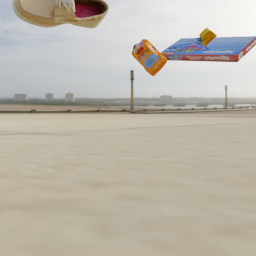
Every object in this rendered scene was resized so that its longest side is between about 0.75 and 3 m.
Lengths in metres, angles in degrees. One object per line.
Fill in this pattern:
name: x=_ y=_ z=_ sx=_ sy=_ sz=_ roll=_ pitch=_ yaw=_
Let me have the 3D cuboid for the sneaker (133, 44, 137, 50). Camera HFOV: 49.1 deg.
sneaker: x=0.381 y=-2.450 z=8.916 sx=0.332 sy=0.384 sz=0.877 roll=19 pitch=-2 yaw=-30

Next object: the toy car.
toy car: x=1.072 y=-2.345 z=7.540 sx=2.290 sy=1.123 sz=0.762 roll=-28 pitch=-16 yaw=25

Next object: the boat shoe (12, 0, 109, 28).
boat shoe: x=-1.687 y=-3.302 z=7.542 sx=2.642 sy=0.974 sz=0.914 roll=-15 pitch=1 yaw=-39

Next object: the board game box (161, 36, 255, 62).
board game box: x=2.547 y=-2.601 z=9.203 sx=2.828 sy=0.275 sz=1.456 roll=15 pitch=44 yaw=43
